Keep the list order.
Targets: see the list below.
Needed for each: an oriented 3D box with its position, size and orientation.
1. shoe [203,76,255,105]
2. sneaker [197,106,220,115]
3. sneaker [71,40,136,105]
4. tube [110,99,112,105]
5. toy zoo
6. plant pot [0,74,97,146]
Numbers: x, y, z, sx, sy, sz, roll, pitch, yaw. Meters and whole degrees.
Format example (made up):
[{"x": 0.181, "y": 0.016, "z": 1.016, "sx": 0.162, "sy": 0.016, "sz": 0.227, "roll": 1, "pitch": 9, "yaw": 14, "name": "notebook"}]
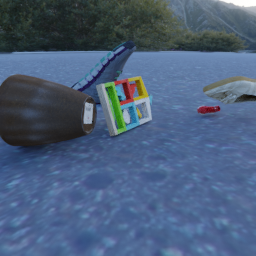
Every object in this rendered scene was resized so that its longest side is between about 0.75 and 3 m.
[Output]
[{"x": 3.674, "y": -1.187, "z": 9.241, "sx": 2.785, "sy": 0.743, "sz": 0.974, "roll": -6, "pitch": -13, "yaw": -28, "name": "shoe"}, {"x": 2.929, "y": -0.694, "z": 10.001, "sx": 0.867, "sy": 0.340, "sz": 0.501, "roll": -9, "pitch": -6, "yaw": -29, "name": "sneaker"}, {"x": -0.665, "y": -1.469, "z": 8.996, "sx": 2.902, "sy": 1.270, "sz": 1.080, "roll": -38, "pitch": 10, "yaw": 18, "name": "sneaker"}, {"x": -1.265, "y": -1.259, "z": 11.816, "sx": 1.457, "sy": 0.564, "sz": 0.367, "roll": 14, "pitch": 43, "yaw": 26, "name": "tube"}, {"x": 0.059, "y": -0.786, "z": 8.811, "sx": 0.238, "sy": 1.525, "sz": 2.325, "roll": -9, "pitch": 9, "yaw": 40, "name": "toy zoo"}, {"x": -1.866, "y": -0.383, "z": 6.972, "sx": 1.989, "sy": 1.859, "sz": 1.859, "roll": 4, "pitch": 19, "yaw": 16, "name": "plant pot"}]
